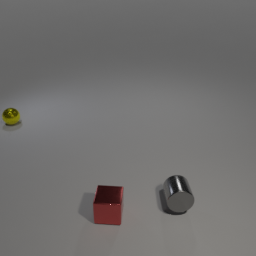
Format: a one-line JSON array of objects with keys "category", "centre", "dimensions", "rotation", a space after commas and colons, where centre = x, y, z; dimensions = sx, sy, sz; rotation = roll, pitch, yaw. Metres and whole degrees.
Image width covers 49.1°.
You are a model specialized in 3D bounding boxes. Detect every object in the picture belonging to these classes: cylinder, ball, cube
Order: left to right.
[{"category": "ball", "centre": [-4.792, -0.483, 11.487], "dimensions": [0.700, 0.700, 0.700], "rotation": [0, 30, 0]}, {"category": "cube", "centre": [-0.491, 1.984, 7.255], "dimensions": [0.700, 0.700, 0.700], "rotation": [3, 28, 3]}, {"category": "cylinder", "centre": [1.320, 1.716, 7.360], "dimensions": [0.700, 0.700, 0.700], "rotation": [-1, 26, -2]}]
